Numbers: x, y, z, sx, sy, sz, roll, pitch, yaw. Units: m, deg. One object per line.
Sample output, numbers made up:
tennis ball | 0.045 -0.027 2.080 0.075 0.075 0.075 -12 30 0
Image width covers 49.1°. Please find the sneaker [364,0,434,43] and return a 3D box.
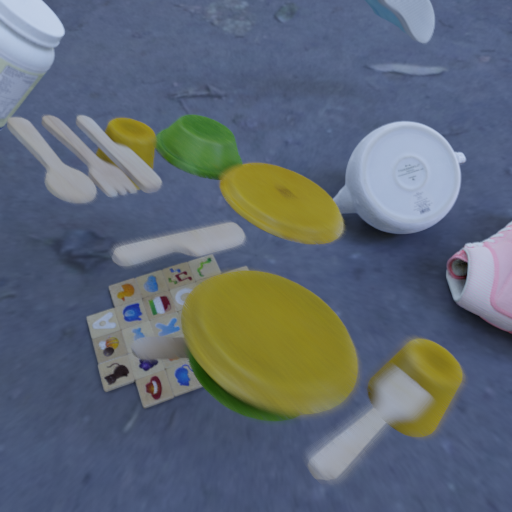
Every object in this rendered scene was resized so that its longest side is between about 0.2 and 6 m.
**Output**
sneaker | 2.373 -4.230 9.472 0.713 1.741 0.643 35 97 47

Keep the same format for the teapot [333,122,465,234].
teapot | 2.184 -1.144 8.705 1.814 1.325 1.791 24 83 -3

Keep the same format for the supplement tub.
supplement tub | -3.390 -2.501 7.042 1.761 1.276 1.276 -42 51 20

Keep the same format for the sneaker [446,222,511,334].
sneaker | 3.503 -0.092 8.026 1.273 0.916 2.435 21 58 10

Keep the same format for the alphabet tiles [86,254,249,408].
alphabet tiles | -1.034 0.943 7.744 2.412 0.076 2.007 -18 53 -14

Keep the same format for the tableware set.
tableware set | -0.103 -0.032 5.269 2.987 0.680 4.434 -17 50 -45
